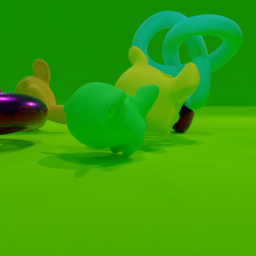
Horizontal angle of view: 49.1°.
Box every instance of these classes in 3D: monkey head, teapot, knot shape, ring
[{"bbox_3d":[0.331,-0.500,3.858,0.985,1.635,1.176,14,-29,-15],"label":"monkey head"},{"bbox_3d":[1.005,-0.367,5.760,0.860,0.677,1.384,46,3,19],"label":"teapot"},{"bbox_3d":[-0.169,-0.224,3.031,0.844,1.008,1.401,38,-14,-26],"label":"monkey head"},{"bbox_3d":[0.859,-1.288,4.832,1.695,1.811,0.837,32,49,14],"label":"knot shape"},{"bbox_3d":[-1.799,-0.506,5.964,1.232,1.712,1.032,8,31,-13],"label":"monkey head"},{"bbox_3d":[-2.123,-0.104,3.792,2.038,0.408,2.038,-9,-2,0],"label":"ring"}]

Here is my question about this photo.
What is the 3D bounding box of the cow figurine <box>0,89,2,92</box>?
[{"bbox_3d":[-4.364,-0.720,8.747,1.099,1.081,0.603,8,-28,25],"label":"cow figurine"}]
